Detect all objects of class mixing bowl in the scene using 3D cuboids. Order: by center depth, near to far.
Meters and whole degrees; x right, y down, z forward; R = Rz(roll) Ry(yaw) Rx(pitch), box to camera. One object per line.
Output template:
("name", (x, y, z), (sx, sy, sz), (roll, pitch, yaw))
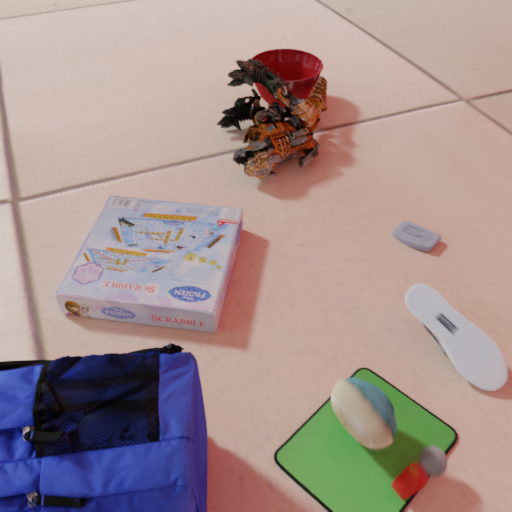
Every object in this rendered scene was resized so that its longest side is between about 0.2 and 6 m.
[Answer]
("mixing bowl", (0.755, -4.523, 14.601), (1.903, 1.030, 1.903), (0, 45, 0))

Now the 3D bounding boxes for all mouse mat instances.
("mouse mat", (1.540, 2.649, 7.796), (1.744, 0.082, 2.168), (34, 54, 30))

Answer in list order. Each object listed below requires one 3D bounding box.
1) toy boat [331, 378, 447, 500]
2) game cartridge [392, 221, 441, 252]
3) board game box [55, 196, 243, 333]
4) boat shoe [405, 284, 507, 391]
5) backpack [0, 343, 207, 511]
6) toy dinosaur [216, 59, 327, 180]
("toy boat", (1.701, 2.277, 7.361), (0.792, 1.432, 1.704), (-37, 79, -7))
("game cartridge", (3.100, -0.377, 10.877), (0.820, 0.166, 0.547), (29, 47, 31))
("board game box", (-1.783, 0.042, 10.152), (2.725, 0.561, 2.718), (6, 44, 7))
("boat shoe", (3.116, 1.251, 8.819), (0.702, 0.663, 1.957), (-46, 72, 9))
("backpack", (-2.216, 2.513, 6.093), (3.245, 2.637, 2.723), (-1, 46, -3))
("toy dinosaur", (0.534, -3.148, 13.065), (2.536, 1.908, 3.736), (35, 34, 10))
